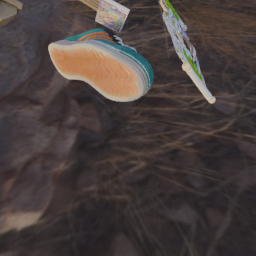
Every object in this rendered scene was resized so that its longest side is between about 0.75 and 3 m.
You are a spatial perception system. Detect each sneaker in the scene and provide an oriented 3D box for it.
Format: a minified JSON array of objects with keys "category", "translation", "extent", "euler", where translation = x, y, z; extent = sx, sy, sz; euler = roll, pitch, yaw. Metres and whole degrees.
[{"category":"sneaker","translation":[-0.387,-1.324,5.097],"extent":[1.117,0.998,2.795],"euler":[-35,40,-24]}]

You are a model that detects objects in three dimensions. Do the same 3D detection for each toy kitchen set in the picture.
[{"category":"toy kitchen set","translation":[-2.018,-3.059,6.792],"extent":[2.501,2.256,2.040],"euler":[-3,75,49]}]

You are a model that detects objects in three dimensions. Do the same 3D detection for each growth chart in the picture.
[{"category":"growth chart","translation":[1.129,-1.561,5.466],"extent":[0.187,1.528,2.111],"euler":[-26,62,26]}]

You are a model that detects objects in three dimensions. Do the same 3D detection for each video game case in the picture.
[{"category":"video game case","translation":[-0.318,-2.185,5.440],"extent":[0.563,0.786,0.071],"euler":[25,75,-9]}]
